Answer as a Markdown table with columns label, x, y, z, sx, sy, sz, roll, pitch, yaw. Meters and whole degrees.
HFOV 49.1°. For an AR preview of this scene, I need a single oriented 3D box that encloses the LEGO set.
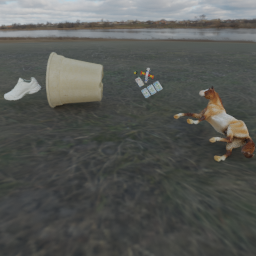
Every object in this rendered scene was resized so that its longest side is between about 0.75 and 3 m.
| label | x | y | z | sx | sy | sz | roll | pitch | yaw |
| --- | --- | --- | --- | --- | --- | --- | --- | --- | --- |
| LEGO set | 0.702 | -1.836 | 11.120 | 0.879 | 1.176 | 0.289 | -26 | 10 | 38 |

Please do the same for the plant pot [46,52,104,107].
| label | x | y | z | sx | sy | sz | roll | pitch | yaw |
| --- | --- | --- | --- | --- | --- | --- | --- | --- | --- |
| plant pot | -1.806 | -1.652 | 10.071 | 1.783 | 1.948 | 1.948 | 4 | 21 | -2 |

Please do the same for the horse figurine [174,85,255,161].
| label | x | y | z | sx | sy | sz | roll | pitch | yaw |
| --- | --- | --- | --- | --- | --- | --- | --- | --- | --- |
| horse figurine | 2.266 | -0.055 | 6.885 | 1.529 | 0.576 | 2.307 | -19 | 51 | -29 |

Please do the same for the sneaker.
| label | x | y | z | sx | sy | sz | roll | pitch | yaw |
| --- | --- | --- | --- | --- | --- | --- | --- | --- | --- |
| sneaker | -3.960 | -1.496 | 10.324 | 1.349 | 0.670 | 0.526 | -26 | 32 | -13 |
